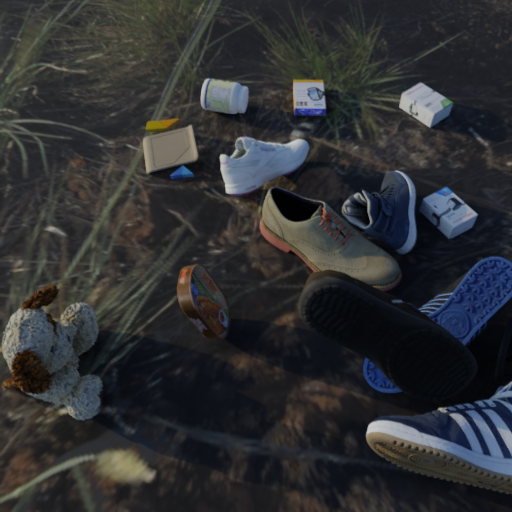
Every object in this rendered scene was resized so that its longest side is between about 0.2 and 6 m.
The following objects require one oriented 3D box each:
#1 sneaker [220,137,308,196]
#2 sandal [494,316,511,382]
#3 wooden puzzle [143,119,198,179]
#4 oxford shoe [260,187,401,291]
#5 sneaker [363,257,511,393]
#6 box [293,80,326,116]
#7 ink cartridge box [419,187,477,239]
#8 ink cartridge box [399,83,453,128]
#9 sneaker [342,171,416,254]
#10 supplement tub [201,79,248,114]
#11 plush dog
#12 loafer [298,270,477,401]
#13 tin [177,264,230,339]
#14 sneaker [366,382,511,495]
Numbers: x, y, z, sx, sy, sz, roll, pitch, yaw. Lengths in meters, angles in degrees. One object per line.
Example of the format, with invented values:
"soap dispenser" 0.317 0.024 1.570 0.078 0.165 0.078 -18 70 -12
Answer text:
"sneaker" 0.218 -2.217 12.374 2.305 1.148 0.863 -31 23 -26
"sandal" 4.848 1.250 9.974 0.550 0.917 2.441 23 53 30
"wooden puzzle" -2.012 -2.498 13.162 1.369 0.237 2.029 -11 55 7
"oxford shoe" 1.409 -0.333 11.012 3.145 1.176 1.108 26 57 18
"sneaker" 3.275 1.330 9.906 3.188 1.242 1.118 -38 68 0
"box" 1.361 -4.017 14.386 0.791 0.275 1.328 1 55 1
"ink cartridge box" 4.093 -0.921 11.944 0.696 0.401 0.959 -26 57 -18
"ink cartridge box" 4.261 -3.805 14.102 0.765 0.441 1.047 -33 60 -22
"sneaker" 2.522 -1.185 11.554 1.509 0.794 2.089 22 49 -23
"supplement tub" -0.781 -3.982 14.037 1.060 0.769 0.769 11 54 7
"plush dog" -3.525 1.561 9.159 1.723 1.845 2.148 -10 54 -7
"loafer" 2.031 1.053 8.500 3.195 1.166 1.140 34 21 -18
"tin" -0.904 0.823 9.881 0.346 1.655 0.927 -6 50 22
"sneaker" 3.451 2.562 8.793 3.367 1.180 1.827 14 59 2
